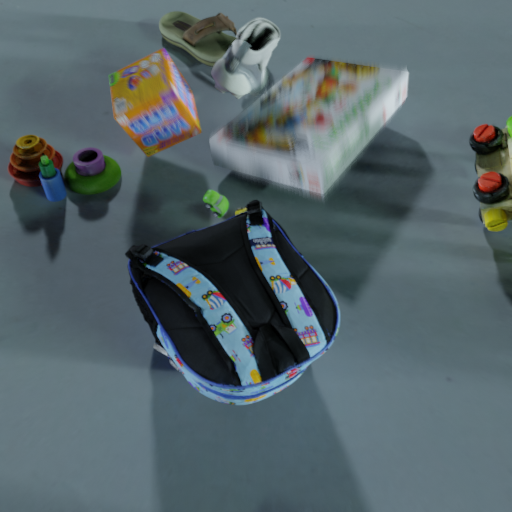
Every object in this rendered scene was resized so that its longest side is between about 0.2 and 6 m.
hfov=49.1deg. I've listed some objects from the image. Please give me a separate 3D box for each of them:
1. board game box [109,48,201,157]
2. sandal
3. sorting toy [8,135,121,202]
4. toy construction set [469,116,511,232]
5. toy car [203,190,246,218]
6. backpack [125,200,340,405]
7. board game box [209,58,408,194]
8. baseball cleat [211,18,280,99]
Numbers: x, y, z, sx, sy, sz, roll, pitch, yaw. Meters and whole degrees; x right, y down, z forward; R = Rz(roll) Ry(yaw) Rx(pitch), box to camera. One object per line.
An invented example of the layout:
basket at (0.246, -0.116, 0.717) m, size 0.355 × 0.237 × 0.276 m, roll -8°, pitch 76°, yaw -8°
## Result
board game box at (-1.940, -2.931, 10.801) m, size 1.226 × 1.226 × 1.227 m, roll -22°, pitch 57°, yaw 11°
sandal at (-1.237, -5.638, 14.107) m, size 3.379 × 0.964 × 1.342 m, roll 31°, pitch 55°, yaw 25°
sorting toy at (-3.737, -1.791, 10.638) m, size 2.172 × 0.891 × 1.305 m, roll 4°, pitch 47°, yaw 3°
toy construction set at (5.155, -1.391, 9.644) m, size 2.600 × 1.827 × 3.966 m, roll -8°, pitch 35°, yaw 26°
toy car at (-0.452, -0.655, 9.394) m, size 0.269 × 1.134 × 1.205 m, roll -5°, pitch 47°, yaw 44°
backpack at (-0.221, 0.832, 7.633) m, size 2.407 × 1.774 × 2.637 m, roll -23°, pitch 51°, yaw -20°
board game box at (1.176, -2.797, 11.314) m, size 2.447 × 0.671 × 3.877 m, roll 19°, pitch 49°, yaw 28°
baseball cleat at (0.025, -4.140, 11.796) m, size 1.065 × 1.625 × 3.054 m, roll 38°, pitch 25°, yaw -8°
